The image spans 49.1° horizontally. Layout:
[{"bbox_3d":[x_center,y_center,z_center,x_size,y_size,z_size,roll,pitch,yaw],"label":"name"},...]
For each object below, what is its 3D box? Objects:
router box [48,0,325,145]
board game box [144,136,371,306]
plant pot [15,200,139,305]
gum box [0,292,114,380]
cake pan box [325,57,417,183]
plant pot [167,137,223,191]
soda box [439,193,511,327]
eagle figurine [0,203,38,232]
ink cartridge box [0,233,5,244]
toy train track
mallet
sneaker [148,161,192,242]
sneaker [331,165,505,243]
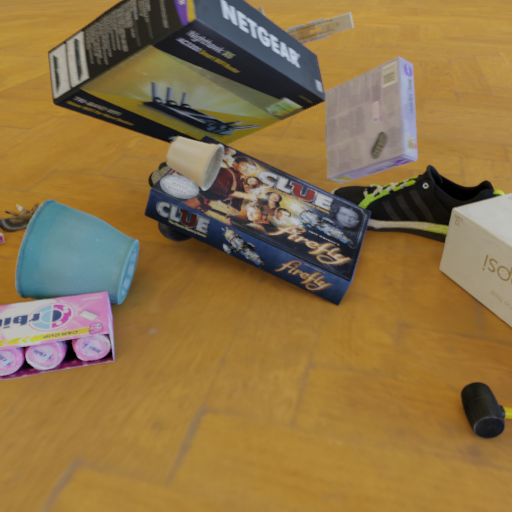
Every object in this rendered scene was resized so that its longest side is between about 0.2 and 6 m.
[{"bbox_3d":[-1.156,-3.466,10.934,3.409,1.133,4.336,-17,-12,33],"label":"router box"},{"bbox_3d":[0.177,-0.824,10.797,3.845,0.665,2.605,25,37,3],"label":"board game box"},{"bbox_3d":[-2.981,0.085,9.724,1.651,1.757,1.757,15,33,-4],"label":"plant pot"},{"bbox_3d":[-3.236,1.231,8.776,1.895,0.627,1.076,-8,34,-11],"label":"gum box"},{"bbox_3d":[2.075,-2.493,10.405,0.510,1.951,1.797,9,-15,-41],"label":"cake pan box"},{"bbox_3d":[-0.932,-1.420,8.281,0.658,0.719,0.719,23,37,8],"label":"plant pot"},{"bbox_3d":[5.033,0.646,8.968,1.503,1.405,4.412,-14,36,-20],"label":"soda box"},{"bbox_3d":[-5.094,-0.856,12.189,0.840,0.634,0.638,-27,-13,12],"label":"eagle figurine"},{"bbox_3d":[-5.872,-0.422,11.691,1.137,0.239,0.679,22,39,32],"label":"ink cartridge box"},{"bbox_3d":[0.799,-4.851,12.397,2.763,1.585,0.449,-7,28,25],"label":"toy train track"},{"bbox_3d":[3.925,2.128,7.699,2.217,0.456,0.730,2,29,-6],"label":"mallet"},{"bbox_3d":[-1.780,-1.295,12.106,1.615,1.049,2.796,12,37,18],"label":"sneaker"},{"bbox_3d":[3.353,-1.317,11.881,3.592,1.487,1.288,11,35,17],"label":"sneaker"}]
